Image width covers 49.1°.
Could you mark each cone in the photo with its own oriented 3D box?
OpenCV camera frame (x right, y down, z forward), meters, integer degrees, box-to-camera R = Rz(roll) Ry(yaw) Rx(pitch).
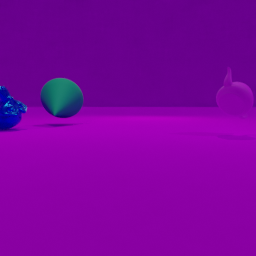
[{"bbox_3d":[-2.315,-0.719,9.330,1.509,1.509,1.515,0,26,-3],"label":"cone"}]

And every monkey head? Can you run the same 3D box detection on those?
[{"bbox_3d":[-3.404,-0.522,7.684,0.913,1.090,1.515,-30,6,27],"label":"monkey head"}]

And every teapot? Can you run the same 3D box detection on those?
[{"bbox_3d":[2.438,-0.733,6.353,0.808,1.299,0.636,-6,32,48],"label":"teapot"}]
